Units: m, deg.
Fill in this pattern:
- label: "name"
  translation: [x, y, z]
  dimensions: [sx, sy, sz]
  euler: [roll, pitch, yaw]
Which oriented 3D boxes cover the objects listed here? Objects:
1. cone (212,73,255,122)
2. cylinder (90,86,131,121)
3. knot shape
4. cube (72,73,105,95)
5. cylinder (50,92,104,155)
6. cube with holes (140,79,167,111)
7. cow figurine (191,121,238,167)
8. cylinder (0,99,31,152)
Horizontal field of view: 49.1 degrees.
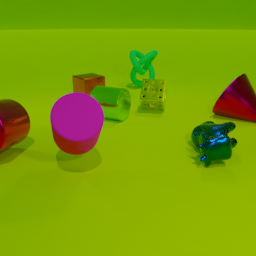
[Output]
- label: "cone"
  translation: [3.980, -0.631, 9.201]
  dimensions: [1.660, 1.660, 1.666]
  euler: [-22, 57, -43]
- label: "cylinder"
  translation: [-0.580, -0.832, 9.323]
  dimensions: [1.059, 1.059, 1.059]
  euler: [10, 24, 23]
- label: "knot shape"
  translation: [0.644, -2.972, 13.143]
  dimensions: [0.861, 1.863, 1.743]
  euler: [22, 0, 38]
- label: "cube"
  translation: [-1.602, -1.659, 11.531]
  dimensions: [0.992, 0.992, 0.992]
  euler: [-17, 27, -36]
- label: "cylinder"
  translation: [-1.099, -0.062, 6.026]
  dimensions: [1.065, 1.065, 1.065]
  euler: [-6, -19, -14]
- label: "cube with holes"
  translation: [0.929, -1.177, 10.056]
  dimensions: [0.831, 0.831, 0.831]
  euler: [5, -21, 12]
- label: "cow figurine"
  translation: [1.989, 0.318, 6.835]
  dimensions: [1.493, 0.833, 1.517]
  euler: [-18, 15, -28]
- label: "cylinder"
  translation: [-3.170, -0.040, 6.702]
  dimensions: [1.202, 1.202, 1.202]
  euler: [3, 12, 8]
